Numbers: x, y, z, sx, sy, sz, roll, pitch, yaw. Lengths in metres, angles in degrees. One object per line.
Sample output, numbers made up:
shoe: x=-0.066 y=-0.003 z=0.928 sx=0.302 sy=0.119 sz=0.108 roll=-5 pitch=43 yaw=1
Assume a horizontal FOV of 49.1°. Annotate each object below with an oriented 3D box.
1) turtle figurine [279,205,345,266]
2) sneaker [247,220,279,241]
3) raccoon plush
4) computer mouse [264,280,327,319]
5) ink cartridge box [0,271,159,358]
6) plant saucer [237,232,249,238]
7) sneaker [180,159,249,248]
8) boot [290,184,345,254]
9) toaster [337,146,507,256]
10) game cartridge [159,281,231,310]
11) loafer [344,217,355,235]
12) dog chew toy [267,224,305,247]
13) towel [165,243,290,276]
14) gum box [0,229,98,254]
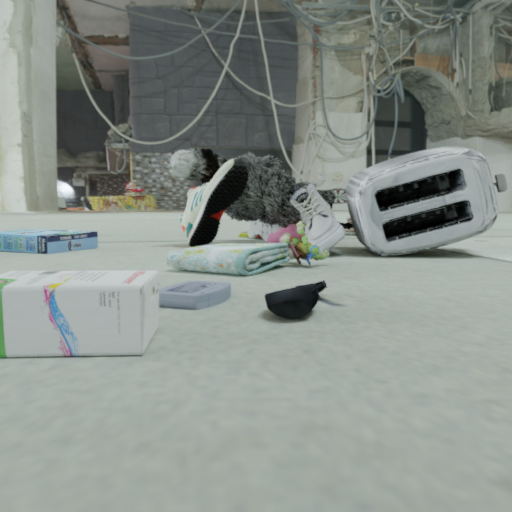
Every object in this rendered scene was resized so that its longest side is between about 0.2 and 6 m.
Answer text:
turtle figurine: x=0.833 y=-0.232 z=8.655 sx=0.652 sy=0.907 sz=0.879 roll=23 pitch=-11 yaw=-28
sneaker: x=0.457 y=-0.729 z=13.977 sx=0.787 sy=0.741 sz=1.922 roll=5 pitch=4 yaw=-24
raccoon plush: x=0.031 y=-1.170 z=11.958 sx=3.401 sy=1.645 sz=2.279 roll=-5 pitch=26 yaw=-42
computer mouse: x=0.428 y=0.412 z=5.341 sx=0.460 sy=0.267 sz=1.570 roll=-14 pitch=-3 yaw=15
ink cartridge box: x=-1.320 y=0.387 z=4.019 sx=1.166 sy=0.490 sz=0.845 roll=0 pitch=6 yaw=-3
plant saucer: x=-0.141 y=-0.573 z=15.075 sx=0.581 sy=0.139 sz=0.580 roll=3 pitch=6 yaw=22
sneaker: x=-0.991 y=-1.240 z=11.371 sx=0.778 sy=2.209 sz=1.033 roll=-3 pitch=47 yaw=-41
boot: x=1.042 y=-0.755 z=10.654 sx=0.818 sy=1.063 sz=2.224 roll=-34 pitch=10 yaw=8
toaster: x=2.919 y=-1.003 z=10.443 sx=3.118 sy=1.772 sz=2.014 roll=-13 pitch=6 yaw=8
game cartridge: x=-0.615 y=0.390 z=5.655 sx=0.594 sy=0.183 sz=0.893 roll=-2 pitch=5 yaw=20
loafer: x=3.236 y=-0.922 z=15.677 sx=2.237 sy=0.703 sz=0.804 roll=2 pitch=6 yaw=20
dog chew toy: x=0.623 y=-0.382 z=11.740 sx=0.802 sy=0.500 sz=0.500 roll=-11 pitch=5 yaw=7
towel: x=-0.356 y=0.033 z=8.234 sx=1.307 sy=0.368 sz=1.527 roll=0 pitch=5 yaw=29
gum box: x=-4.342 y=-0.308 z=11.343 sx=1.690 sy=0.377 sz=1.436 roll=3 pitch=6 yaw=23
